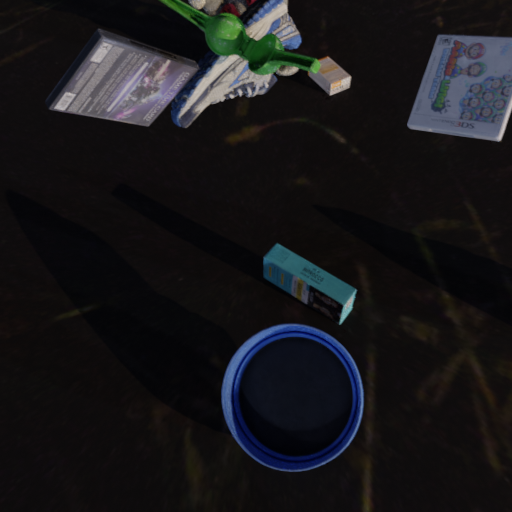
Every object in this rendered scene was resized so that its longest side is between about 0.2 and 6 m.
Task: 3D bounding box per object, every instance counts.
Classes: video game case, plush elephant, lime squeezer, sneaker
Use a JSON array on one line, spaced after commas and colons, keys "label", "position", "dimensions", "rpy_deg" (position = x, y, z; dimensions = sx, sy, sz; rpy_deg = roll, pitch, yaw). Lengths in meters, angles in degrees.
[{"label": "video game case", "position": [-1.977, -2.616, 8.541], "dimensions": [2.020, 1.443, 0.192], "rpy_deg": [-9, 64, -57]}, {"label": "plush elephant", "position": [-0.138, -5.202, 13.314], "dimensions": [2.250, 2.732, 2.115], "rpy_deg": [-18, 78, 2]}, {"label": "video game case", "position": [2.774, -2.232, 7.341], "dimensions": [1.223, 0.159, 1.344], "rpy_deg": [18, 87, 34]}, {"label": "lime squeezer", "position": [-0.374, -3.348, 8.665], "dimensions": [3.601, 0.679, 1.272], "rpy_deg": [35, 26, 22]}, {"label": "sneaker", "position": [-0.284, -3.249, 10.014], "dimensions": [2.898, 1.234, 1.116], "rpy_deg": [-46, 27, 1]}]

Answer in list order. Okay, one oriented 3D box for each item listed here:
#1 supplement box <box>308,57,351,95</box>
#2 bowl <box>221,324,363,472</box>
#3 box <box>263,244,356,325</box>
[{"label": "supplement box", "position": [1.775, -4.394, 13.668], "dimensions": [0.599, 0.349, 0.950], "rpy_deg": [-26, 58, -17]}, {"label": "bowl", "position": [0.549, 2.097, 8.422], "dimensions": [2.123, 0.417, 2.123], "rpy_deg": [-4, 76, 15]}, {"label": "box", "position": [0.916, 0.492, 9.927], "dimensions": [1.677, 0.690, 0.412], "rpy_deg": [31, 61, 21]}]
